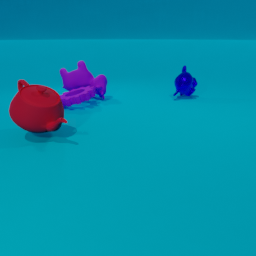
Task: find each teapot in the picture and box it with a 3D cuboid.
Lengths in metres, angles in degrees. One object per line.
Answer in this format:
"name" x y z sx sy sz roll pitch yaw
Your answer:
"teapot" -1.934 -0.462 6.164 1.185 0.934 1.907 -18 51 -44

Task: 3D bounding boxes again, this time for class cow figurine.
"cow figurine" -1.533 -1.580 9.897 1.561 1.536 0.857 -22 -18 -5

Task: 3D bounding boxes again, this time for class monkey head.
"monkey head" 1.975 -1.548 10.102 0.785 1.303 0.937 27 -20 -16

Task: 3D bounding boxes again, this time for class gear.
"gear" -1.681 -1.029 9.044 1.277 0.236 1.277 -13 22 5
